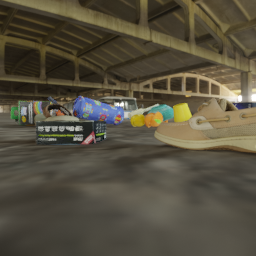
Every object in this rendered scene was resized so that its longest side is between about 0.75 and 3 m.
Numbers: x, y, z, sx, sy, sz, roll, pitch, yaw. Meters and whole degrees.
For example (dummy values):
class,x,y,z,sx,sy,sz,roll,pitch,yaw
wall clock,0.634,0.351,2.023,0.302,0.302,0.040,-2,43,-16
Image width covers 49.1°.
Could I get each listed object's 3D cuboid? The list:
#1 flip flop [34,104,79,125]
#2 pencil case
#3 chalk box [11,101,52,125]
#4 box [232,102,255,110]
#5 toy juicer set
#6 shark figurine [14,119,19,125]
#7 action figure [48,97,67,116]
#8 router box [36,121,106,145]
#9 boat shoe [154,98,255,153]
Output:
class,x,y,z,sx,sy,sz,roll,pitch,yaw
flip flop,-2.438,-0.435,9.548,1.152,0.818,2.842,-1,2,-29
pencil case,-1.280,-0.747,12.317,2.348,0.916,1.020,11,37,-38
chalk box,-4.488,-0.688,13.071,1.793,1.119,1.111,1,2,-10
box,5.472,-0.681,13.359,0.764,1.083,1.464,-2,2,-35
toy juicer set,0.891,-0.326,10.039,1.793,0.767,2.819,-18,11,-15
shark figurine,-4.921,-0.570,14.048,1.267,0.885,2.120,0,-1,45
action figure,-3.054,-0.588,12.083,1.614,0.844,1.561,44,-12,-5
router box,-0.615,0.042,3.253,0.613,0.254,0.818,0,1,6
boat shoe,0.842,-0.035,2.508,1.405,0.453,0.501,2,2,44
